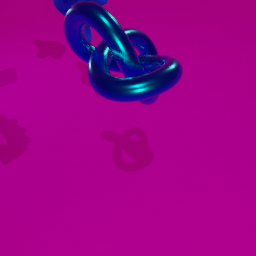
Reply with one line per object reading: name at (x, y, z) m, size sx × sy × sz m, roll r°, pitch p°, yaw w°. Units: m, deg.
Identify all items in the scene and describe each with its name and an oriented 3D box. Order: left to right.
monkey head at (-1.085, -2.620, 5.264) m, size 1.354 × 1.135 × 1.883 m, roll -24°, pitch 86°, yaw -54°
knot shape at (0.027, -0.752, 3.202) m, size 1.466 × 0.677 × 1.372 m, roll 45°, pitch 21°, yaw 24°
